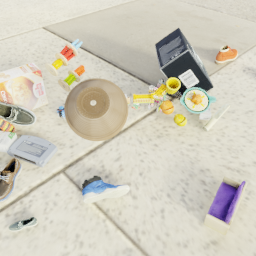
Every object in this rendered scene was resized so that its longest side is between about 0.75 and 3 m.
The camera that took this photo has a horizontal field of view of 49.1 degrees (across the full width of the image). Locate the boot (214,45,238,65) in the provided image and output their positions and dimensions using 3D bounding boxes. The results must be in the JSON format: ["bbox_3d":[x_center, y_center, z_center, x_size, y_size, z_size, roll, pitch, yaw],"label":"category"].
[{"bbox_3d":[5.464,-4.114,15.207,1.737,0.931,0.652,-28,47,-30],"label":"boot"}]

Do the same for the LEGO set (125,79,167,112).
[{"bbox_3d":[0.879,-1.145,11.847,2.592,0.965,1.192,-27,47,-27],"label":"LEGO set"}]

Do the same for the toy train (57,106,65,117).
[{"bbox_3d":[-2.546,-0.669,11.754,0.909,0.394,0.519,-3,48,-4],"label":"toy train"}]

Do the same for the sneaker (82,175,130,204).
[{"bbox_3d":[-0.733,1.806,8.833,1.463,0.561,0.814,-13,52,-5],"label":"sneaker"}]

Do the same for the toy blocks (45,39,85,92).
[{"bbox_3d":[-2.045,-2.343,10.267,0.586,1.344,1.613,14,58,48],"label":"toy blocks"}]

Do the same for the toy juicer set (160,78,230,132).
[{"bbox_3d":[2.596,-0.801,11.054,2.775,0.755,1.765,23,70,5],"label":"toy juicer set"}]

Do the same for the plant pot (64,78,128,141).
[{"bbox_3d":[-0.973,-0.639,8.402,1.994,0.920,1.994,0,79,-1],"label":"plant pot"}]

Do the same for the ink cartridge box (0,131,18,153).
[{"bbox_3d":[-4.736,0.481,10.424,0.972,0.425,0.706,9,42,8],"label":"ink cartridge box"}]

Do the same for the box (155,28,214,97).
[{"bbox_3d":[2.451,-2.781,12.468,1.423,2.295,2.256,-32,36,22],"label":"box"}]

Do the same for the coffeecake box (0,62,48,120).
[{"bbox_3d":[-4.661,-1.475,11.609,2.285,1.754,0.835,-27,48,-27],"label":"coffeecake box"}]

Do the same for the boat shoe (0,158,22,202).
[{"bbox_3d":[-3.943,1.619,9.040,0.564,0.566,1.563,2,42,2],"label":"boat shoe"}]

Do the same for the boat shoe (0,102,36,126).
[{"bbox_3d":[-4.525,-0.531,10.735,2.085,0.752,0.739,19,5,-31],"label":"boat shoe"}]

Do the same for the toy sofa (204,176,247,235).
[{"bbox_3d":[2.878,2.182,8.238,0.690,0.813,1.667,23,47,23],"label":"toy sofa"}]

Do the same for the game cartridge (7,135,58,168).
[{"bbox_3d":[-3.424,0.790,10.189,1.588,0.330,1.058,17,40,18],"label":"game cartridge"}]

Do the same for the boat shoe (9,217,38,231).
[{"bbox_3d":[-3.027,2.730,8.038,0.803,0.248,0.292,-10,43,-11],"label":"boat shoe"}]

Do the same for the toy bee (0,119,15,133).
[{"bbox_3d":[-5.470,-0.229,10.677,2.045,1.111,1.338,-5,60,0],"label":"toy bee"}]

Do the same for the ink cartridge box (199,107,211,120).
[{"bbox_3d":[3.204,-0.567,11.652,0.471,0.270,0.804,7,36,9],"label":"ink cartridge box"}]
